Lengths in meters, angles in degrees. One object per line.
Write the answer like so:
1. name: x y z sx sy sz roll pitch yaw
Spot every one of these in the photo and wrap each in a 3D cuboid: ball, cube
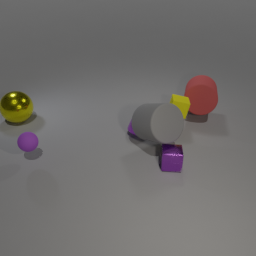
1. ball: -3.477 0.481 9.738 0.700 0.700 0.700 0 32 0
2. cube: 2.080 -0.888 11.477 0.700 0.700 0.700 12 29 -2
3. ball: -4.858 -0.914 12.218 1.400 1.400 1.400 0 32 0
4. cube: 1.514 1.027 9.687 0.700 0.700 0.700 2 27 4

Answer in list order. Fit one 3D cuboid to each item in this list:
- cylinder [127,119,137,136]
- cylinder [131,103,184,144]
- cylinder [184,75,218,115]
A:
1. cylinder: 0.421 -0.146 11.452 0.700 0.700 0.700 19 26 -10
2. cylinder: 1.050 -0.195 10.143 1.400 1.400 1.400 -17 12 -26
3. cylinder: 3.189 -1.460 12.264 1.400 1.400 1.400 7 27 12
